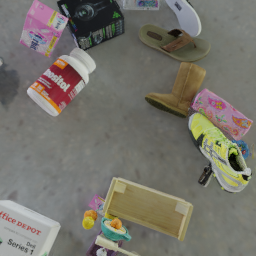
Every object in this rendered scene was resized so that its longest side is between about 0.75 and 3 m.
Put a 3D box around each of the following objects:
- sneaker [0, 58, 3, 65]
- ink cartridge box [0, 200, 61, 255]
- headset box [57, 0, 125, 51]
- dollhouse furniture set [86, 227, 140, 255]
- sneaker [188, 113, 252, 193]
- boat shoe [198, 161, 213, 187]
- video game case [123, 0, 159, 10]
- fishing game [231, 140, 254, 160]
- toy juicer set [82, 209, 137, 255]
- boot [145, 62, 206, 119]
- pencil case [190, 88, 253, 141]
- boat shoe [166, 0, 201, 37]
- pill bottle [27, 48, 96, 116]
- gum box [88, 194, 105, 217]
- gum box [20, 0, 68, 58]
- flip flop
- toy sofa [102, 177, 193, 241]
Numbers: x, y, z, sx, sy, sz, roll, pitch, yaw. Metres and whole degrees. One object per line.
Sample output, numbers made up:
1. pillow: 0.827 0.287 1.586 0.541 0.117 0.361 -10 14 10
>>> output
1. sneaker: -5.818 -2.061 10.672 2.275 0.800 0.912 -21 90 -3
2. ink cartridge box: -3.701 3.926 8.526 2.089 1.211 2.885 22 74 6
3. headset box: -1.375 -4.425 11.174 2.198 1.020 1.914 -26 75 -7
4. dollhouse furniture set: 0.354 3.651 8.212 2.791 1.981 2.211 32 76 9
5. sneaker: 3.114 0.625 9.376 1.126 1.141 2.987 -18 65 -26
6. boat shoe: 2.757 1.500 9.702 0.320 0.392 1.062 28 80 -1
7. video game case: 0.584 -5.805 12.029 1.509 0.196 1.658 2 72 0
8. fishing game: 3.972 0.774 10.045 1.123 0.175 0.804 14 71 4
9. toy juicer set: -0.596 2.840 8.054 1.337 2.102 0.572 24 91 -25
10. boot: 1.779 -1.575 10.526 1.798 0.679 2.053 25 75 -6
11. pencil case: 3.324 -0.505 10.070 2.178 0.952 0.952 38 77 11
12. boat shoe: 2.366 -4.759 11.418 0.668 0.810 2.361 -17 73 -39
13. pill bottle: -2.340 -1.714 10.172 1.362 1.362 2.411 37 76 10
14. gum box: -0.863 2.643 9.418 0.805 0.266 0.457 32 76 9
15. gum box: -3.114 -3.489 10.204 1.208 2.129 0.704 26 68 -21
16. flip flop: 1.802 -3.458 10.972 2.908 0.837 1.179 24 75 7
17. toy sofa: 0.610 2.525 8.999 2.696 1.315 1.116 18 83 4
